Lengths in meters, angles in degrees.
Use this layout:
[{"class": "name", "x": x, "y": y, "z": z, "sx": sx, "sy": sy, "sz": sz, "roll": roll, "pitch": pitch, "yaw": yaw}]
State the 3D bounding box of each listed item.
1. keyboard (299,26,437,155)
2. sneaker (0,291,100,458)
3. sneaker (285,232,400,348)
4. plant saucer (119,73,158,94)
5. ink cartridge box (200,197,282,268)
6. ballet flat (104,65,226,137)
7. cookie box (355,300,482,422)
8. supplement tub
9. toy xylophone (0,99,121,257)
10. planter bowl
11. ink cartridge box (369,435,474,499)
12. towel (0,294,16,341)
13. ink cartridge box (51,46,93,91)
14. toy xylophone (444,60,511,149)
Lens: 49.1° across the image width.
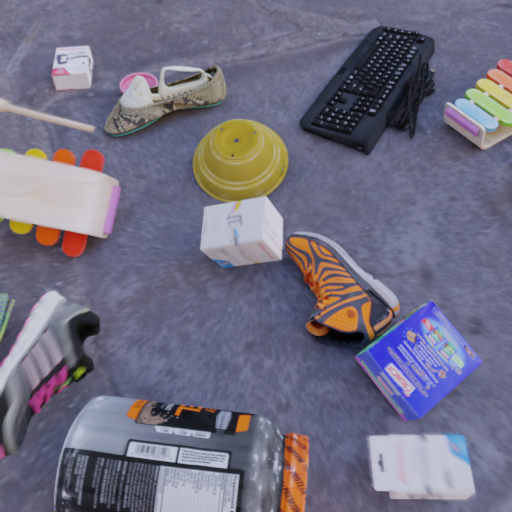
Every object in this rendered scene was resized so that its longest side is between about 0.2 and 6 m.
[{"class": "keyboard", "x": 3.026, "y": -4.215, "z": 13.033, "sx": 2.422, "sy": 0.922, "sz": 4.654, "roll": 23, "pitch": 57, "yaw": 17}, {"class": "sneaker", "x": -2.863, "y": 1.618, "z": 7.796, "sx": 1.056, "sy": 0.891, "sz": 2.415, "roll": 13, "pitch": 52, "yaw": -2}, {"class": "sneaker", "x": 1.115, "y": 0.580, "z": 9.378, "sx": 1.323, "sy": 0.916, "sz": 2.361, "roll": -39, "pitch": 59, "yaw": -23}, {"class": "plant saucer", "x": -2.764, "y": -3.987, "z": 13.263, "sx": 0.908, "sy": 0.230, "sz": 0.908, "roll": 1, "pitch": 53, "yaw": -1}, {"class": "ink cartridge box", "x": -0.225, "y": -0.393, "z": 9.760, "sx": 1.188, "sy": 0.875, "sz": 0.859, "roll": -8, "pitch": 64, "yaw": 22}, {"class": "ballet flat", "x": -2.067, "y": -3.616, "z": 12.425, "sx": 2.940, "sy": 1.107, "sz": 0.997, "roll": -21, "pitch": 49, "yaw": -15}, {"class": "cookie box", "x": 2.495, "y": 1.603, "z": 8.645, "sx": 1.456, "sy": 0.547, "sz": 1.245, "roll": -32, "pitch": 76, "yaw": -22}, {"class": "supplement tub", "x": -0.850, "y": 2.831, "z": 7.127, "sx": 2.917, "sy": 1.787, "sz": 1.787, "roll": 6, "pitch": 53, "yaw": 4}, {"class": "toy xylophone", "x": -3.969, "y": -1.423, "z": 9.997, "sx": 3.152, "sy": 0.792, "sz": 2.307, "roll": 20, "pitch": 87, "yaw": -7}, {"class": "planter bowl", "x": -0.360, "y": -2.098, "z": 11.166, "sx": 1.977, "sy": 0.824, "sz": 1.977, "roll": -2, "pitch": 68, "yaw": 4}, {"class": "ink cartridge box", "x": 2.185, "y": 2.865, "z": 7.602, "sx": 1.293, "sy": 0.438, "sz": 0.750, "roll": 0, "pitch": 55, "yaw": 1}, {"class": "towel", "x": -4.969, "y": 1.177, "z": 8.754, "sx": 2.006, "sy": 0.228, "sz": 1.441, "roll": 2, "pitch": 52, "yaw": 3}, {"class": "ink cartridge box", "x": -4.423, "y": -4.543, "z": 13.529, "sx": 0.812, "sy": 0.473, "sz": 1.121, "roll": -5, "pitch": 53, "yaw": -4}, {"class": "toy xylophone", "x": 5.673, "y": -3.175, "z": 12.307, "sx": 3.050, "sy": 0.766, "sz": 2.233, "roll": -37, "pitch": 62, "yaw": -24}]
